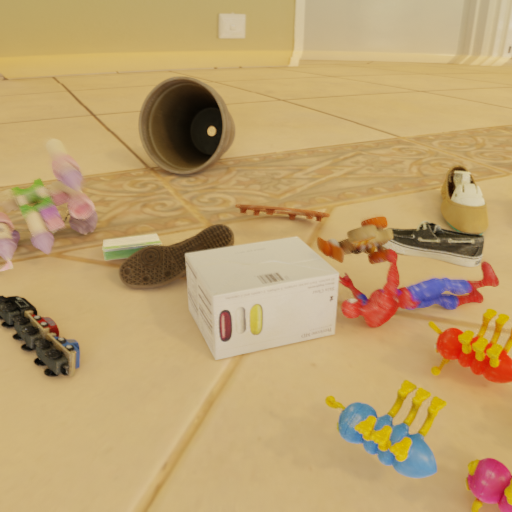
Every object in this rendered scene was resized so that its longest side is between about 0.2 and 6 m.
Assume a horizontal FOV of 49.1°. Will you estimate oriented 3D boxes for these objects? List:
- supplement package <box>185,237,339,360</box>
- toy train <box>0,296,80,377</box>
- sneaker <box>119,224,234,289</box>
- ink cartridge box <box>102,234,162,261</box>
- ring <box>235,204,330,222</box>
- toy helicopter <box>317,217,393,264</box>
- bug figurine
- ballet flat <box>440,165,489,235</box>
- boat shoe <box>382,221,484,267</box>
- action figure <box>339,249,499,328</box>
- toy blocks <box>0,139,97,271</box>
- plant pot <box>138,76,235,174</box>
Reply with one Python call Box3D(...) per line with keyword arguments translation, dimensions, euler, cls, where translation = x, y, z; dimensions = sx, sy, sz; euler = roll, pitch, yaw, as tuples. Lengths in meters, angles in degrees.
Box3D(translation=(0.054, 0.579, 8.614), dimensions=(1.941, 1.076, 1.512), euler=(-10, 27, -18), cls="supplement package")
Box3D(translation=(-3.234, 1.138, 8.296), dimensions=(0.564, 0.420, 2.462), euler=(-7, 23, -42), cls="toy train")
Box3D(translation=(-1.382, 0.118, 10.185), dimensions=(2.154, 0.759, 0.814), euler=(-20, -15, -8), cls="sneaker")
Box3D(translation=(-2.325, -0.129, 10.517), dimensions=(1.074, 0.354, 1.476), euler=(-7, 12, -13), cls="ink cartridge box")
Box3D(translation=(0.552, -0.905, 11.947), dimensions=(2.024, 0.194, 2.024), euler=(6, 3, 0), cls="ring")
Box3D(translation=(1.532, -0.239, 8.688), dimensions=(1.196, 0.713, 1.808), euler=(-11, -7, 8), cls="toy helicopter")
Box3D(translation=(2.560, 1.830, 6.287), dimensions=(2.662, 0.883, 3.432), euler=(29, 33, 35), cls="bug figurine")
Box3D(translation=(4.739, -1.389, 12.922), dimensions=(0.985, 0.905, 2.871), euler=(4, 26, 6), cls="ballet flat")
Box3D(translation=(3.425, -0.356, 11.064), dimensions=(2.049, 0.652, 0.724), euler=(13, 28, 24), cls="boat shoe")
Box3D(translation=(2.412, 0.383, 9.069), dimensions=(2.664, 0.869, 1.319), euler=(-11, 54, -23), cls="action figure")
Box3D(translation=(-4.092, -0.669, 10.764), dimensions=(2.087, 2.233, 1.880), euler=(-25, 55, -17), cls="toy blocks")
Box3D(translation=(-1.725, -3.711, 16.341), dimensions=(2.642, 2.642, 2.293), euler=(8, 11, 16), cls="plant pot")
